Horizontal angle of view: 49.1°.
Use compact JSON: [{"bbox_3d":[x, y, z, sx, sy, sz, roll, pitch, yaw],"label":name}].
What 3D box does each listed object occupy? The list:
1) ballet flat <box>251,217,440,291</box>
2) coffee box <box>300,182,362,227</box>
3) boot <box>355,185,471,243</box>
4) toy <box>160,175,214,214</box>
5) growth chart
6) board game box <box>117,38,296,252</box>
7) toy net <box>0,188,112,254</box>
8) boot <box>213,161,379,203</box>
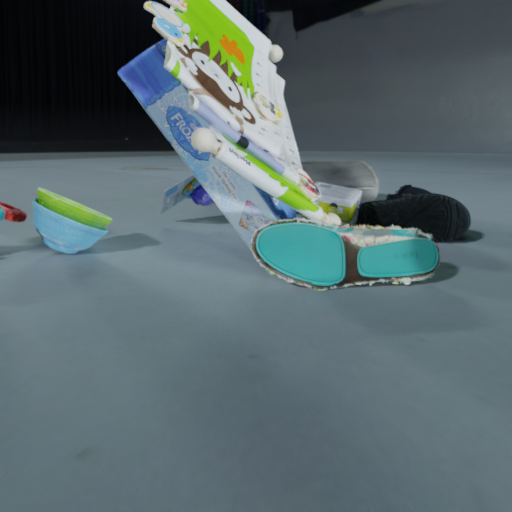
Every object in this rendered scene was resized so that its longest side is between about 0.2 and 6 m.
[{"bbox_3d":[1.081,0.011,6.979,2.384,0.902,0.762,6,-2,-7],"label":"ballet flat"},{"bbox_3d":[1.254,-0.716,9.527,0.826,0.818,0.827,13,23,16],"label":"coffee box"},{"bbox_3d":[3.096,-0.852,10.358,2.179,0.832,1.831,3,16,39],"label":"boot"},{"bbox_3d":[-0.637,-1.474,11.038,2.567,0.606,1.478,-35,-4,-18],"label":"toy"},{"bbox_3d":[-0.251,-2.249,7.254,0.341,3.844,2.782,-34,-38,31],"label":"growth chart"},{"bbox_3d":[-0.421,-1.931,8.517,0.676,3.103,3.118,-28,23,20],"label":"board game box"},{"bbox_3d":[-4.245,-1.039,8.189,4.061,0.784,2.130,23,3,-34],"label":"toy net"},{"bbox_3d":[0.700,-2.121,14.650,3.954,1.435,3.595,-11,30,-15],"label":"boot"}]
